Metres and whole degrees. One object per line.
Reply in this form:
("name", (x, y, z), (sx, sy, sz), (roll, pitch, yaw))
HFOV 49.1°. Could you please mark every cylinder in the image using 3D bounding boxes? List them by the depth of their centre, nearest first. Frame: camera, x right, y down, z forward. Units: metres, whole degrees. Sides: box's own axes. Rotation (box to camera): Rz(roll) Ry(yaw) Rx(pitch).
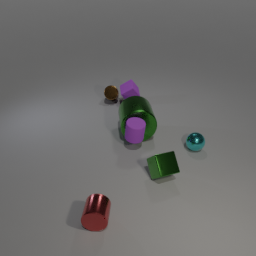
("cylinder", (-0.834, 2.226, 7.404), (0.700, 0.700, 0.700), (2, 30, 4))
("cylinder", (0.256, 0.087, 10.145), (0.700, 0.700, 0.700), (4, 38, -3))
("cylinder", (0.357, -0.383, 11.179), (1.400, 1.400, 1.400), (-3, 31, -5))
("cylinder", (-0.812, -1.721, 13.921), (0.700, 0.700, 0.700), (1, 0, 2))

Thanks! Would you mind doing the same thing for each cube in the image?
("cube", (1.104, 1.184, 8.881), (0.700, 0.700, 0.700), (-10, -12, -22))
("cube", (0.092, -1.803, 13.700), (0.700, 0.700, 0.700), (-26, 46, 20))

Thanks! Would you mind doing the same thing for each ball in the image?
("ball", (2.496, 0.504, 10.355), (0.700, 0.700, 0.700), (0, 30, 0))
